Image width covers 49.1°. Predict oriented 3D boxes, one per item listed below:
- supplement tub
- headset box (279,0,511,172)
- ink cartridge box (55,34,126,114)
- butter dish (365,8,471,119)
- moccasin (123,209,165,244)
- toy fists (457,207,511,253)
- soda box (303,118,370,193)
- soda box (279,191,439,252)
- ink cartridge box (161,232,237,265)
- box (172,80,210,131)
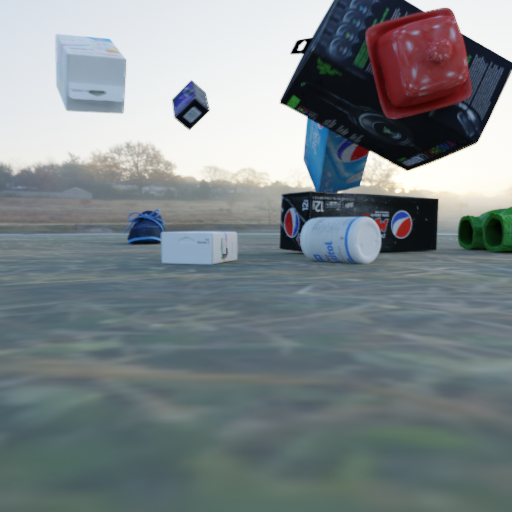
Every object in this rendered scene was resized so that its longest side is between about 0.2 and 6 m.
[{"bbox_3d":[1.254,-0.234,8.349,0.690,0.690,1.046,-3,3,-41],"label":"supplement tub"},{"bbox_3d":[1.989,-2.836,9.130,2.985,1.385,2.599,27,-5,-8],"label":"headset box"},{"bbox_3d":[-2.794,-3.053,9.462,0.967,0.942,1.505,-5,34,-26],"label":"ink cartridge box"},{"bbox_3d":[2.235,-2.575,7.290,1.297,1.301,0.962,-15,7,-1],"label":"butter dish"},{"bbox_3d":[-3.675,-0.969,18.507,1.325,1.123,3.293,0,3,-9],"label":"moccasin"},{"bbox_3d":[5.715,-0.612,12.432,1.569,1.059,3.079,1,2,1],"label":"toy fists"},{"bbox_3d":[1.858,-2.848,12.502,1.182,1.250,3.685,-16,-24,-5],"label":"soda box"},{"bbox_3d":[2.230,-0.690,11.845,3.483,1.232,1.103,-1,5,-29],"label":"soda box"},{"bbox_3d":[-0.835,-0.131,8.419,0.806,0.467,1.113,1,3,16],"label":"ink cartridge box"},{"bbox_3d":[-1.694,-3.881,14.411,0.561,0.796,1.076,36,24,-35],"label":"box"}]
